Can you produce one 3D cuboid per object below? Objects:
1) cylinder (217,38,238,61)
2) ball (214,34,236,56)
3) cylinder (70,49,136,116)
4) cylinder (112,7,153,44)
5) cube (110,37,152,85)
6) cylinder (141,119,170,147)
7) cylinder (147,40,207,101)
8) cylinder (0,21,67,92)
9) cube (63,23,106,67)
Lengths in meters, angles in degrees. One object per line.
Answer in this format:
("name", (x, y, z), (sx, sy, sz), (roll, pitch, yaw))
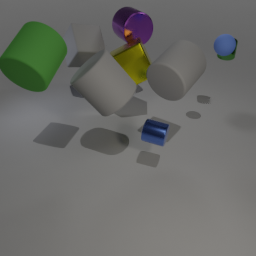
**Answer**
("cylinder", (4.035, -3.210, 11.370), (0.700, 0.700, 0.700), (14, -9, 2))
("ball", (3.223, -2.767, 9.340), (0.700, 0.700, 0.700), (0, 31, 0))
("cylinder", (-0.708, -1.298, 8.176), (1.400, 1.400, 1.400), (-35, 26, 20))
("cylinder", (0.183, -4.421, 12.183), (1.400, 1.400, 1.400), (-12, 35, -19))
("cube", (0.153, -2.568, 11.151), (1.400, 1.400, 1.400), (-24, 23, 14))
("cylinder", (0.829, 0.138, 8.465), (0.700, 0.700, 0.700), (16, 34, 14))
("cylinder", (1.532, -1.811, 8.839), (1.400, 1.400, 1.400), (22, 55, 32))
("cylinder", (-2.620, -1.973, 7.853), (1.400, 1.400, 1.400), (11, 61, 17))
("cube", (-2.017, -3.687, 12.678), (1.400, 1.400, 1.400), (-8, -13, -33))
